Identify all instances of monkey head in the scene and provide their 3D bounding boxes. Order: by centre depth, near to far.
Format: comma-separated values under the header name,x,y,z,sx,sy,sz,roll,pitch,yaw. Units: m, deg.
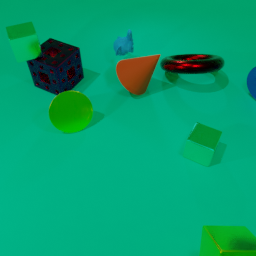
name,x,y,z,sx,sy,sz,roll,pitch,yaw
monkey head,-0.166,-2.963,9.715,0.717,0.856,1.191,-1,42,3

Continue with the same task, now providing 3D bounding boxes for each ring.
name,x,y,z,sx,sy,sz,roll,pitch,yaw
ring,2.116,-2.157,9.325,2.093,0.419,2.093,-2,21,1

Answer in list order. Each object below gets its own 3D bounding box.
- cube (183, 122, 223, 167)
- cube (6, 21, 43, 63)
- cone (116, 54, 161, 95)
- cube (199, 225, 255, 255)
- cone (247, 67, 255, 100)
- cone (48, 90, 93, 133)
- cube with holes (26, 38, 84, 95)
name,x,y,z,sx,sy,sz,roll,pitch,yaw
cube,1.966,0.432,7.420,0.730,0.730,0.730,23,53,19
cube,-3.076,-2.564,8.351,0.789,0.789,0.789,-18,50,-14
cone,0.544,-1.911,8.711,1.311,1.316,1.311,23,52,-33
cube,1.918,2.442,5.196,0.904,0.904,0.904,3,9,-5
cone,4.781,-1.666,8.572,1.568,1.568,1.573,37,64,27
cone,-1.799,-0.649,8.440,1.249,1.249,1.254,-17,25,-14
cube with holes,-2.347,-1.980,9.181,1.207,1.207,1.207,23,53,18
